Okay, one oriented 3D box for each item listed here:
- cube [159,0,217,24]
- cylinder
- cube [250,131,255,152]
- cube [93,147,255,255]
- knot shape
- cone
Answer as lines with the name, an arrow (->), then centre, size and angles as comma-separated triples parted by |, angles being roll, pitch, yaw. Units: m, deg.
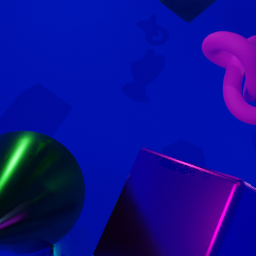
cube -> 1.036, -2.482, 4.832 | 0.777, 0.777, 0.777 | 20, 52, -35
cylinder -> -1.058, 1.950, 4.116 | 0.873, 0.873, 0.873 | -31, 59, 25
cube -> 2.578, 0.365, 3.941 | 1.003, 1.003, 1.003 | -11, 83, -22
cube -> 0.664, 1.094, 2.757 | 1.263, 1.263, 1.263 | 14, 78, 55
knot shape -> 1.352, -0.692, 3.269 | 1.160, 0.573, 1.240 | 36, 42, -21
cone -> -1.258, 0.824, 2.783 | 1.558, 1.564, 1.558 | 0, 91, -5
